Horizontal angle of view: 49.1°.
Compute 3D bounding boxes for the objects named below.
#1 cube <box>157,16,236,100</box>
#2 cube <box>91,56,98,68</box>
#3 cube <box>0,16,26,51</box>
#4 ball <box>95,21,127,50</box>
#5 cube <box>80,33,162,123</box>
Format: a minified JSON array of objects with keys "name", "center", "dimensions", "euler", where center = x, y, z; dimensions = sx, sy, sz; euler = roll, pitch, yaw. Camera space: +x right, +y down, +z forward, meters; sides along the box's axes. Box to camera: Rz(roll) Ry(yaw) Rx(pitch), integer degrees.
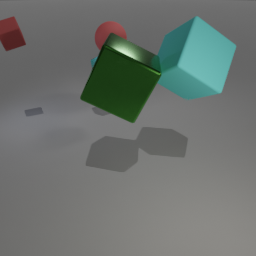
[{"name":"cube","center":[1.649,-1.714,7.294],"dimensions":[1.400,1.400,1.400],"euler":[26,-13,-22]},{"name":"cube","center":[-0.911,-2.361,10.723],"dimensions":[0.700,0.700,0.700],"euler":[-13,4,-39]},{"name":"cube","center":[-3.915,-3.126,9.302],"dimensions":[0.700,0.700,0.700],"euler":[-22,60,-10]},{"name":"ball","center":[-0.755,-3.934,12.276],"dimensions":[1.400,1.400,1.400],"euler":[0,28,0]},{"name":"cube","center":[-0.147,-1.231,6.756],"dimensions":[1.400,1.400,1.400],"euler":[24,28,-10]}]
